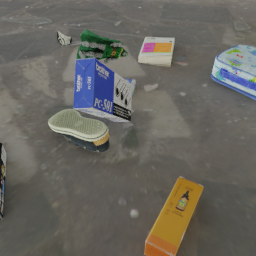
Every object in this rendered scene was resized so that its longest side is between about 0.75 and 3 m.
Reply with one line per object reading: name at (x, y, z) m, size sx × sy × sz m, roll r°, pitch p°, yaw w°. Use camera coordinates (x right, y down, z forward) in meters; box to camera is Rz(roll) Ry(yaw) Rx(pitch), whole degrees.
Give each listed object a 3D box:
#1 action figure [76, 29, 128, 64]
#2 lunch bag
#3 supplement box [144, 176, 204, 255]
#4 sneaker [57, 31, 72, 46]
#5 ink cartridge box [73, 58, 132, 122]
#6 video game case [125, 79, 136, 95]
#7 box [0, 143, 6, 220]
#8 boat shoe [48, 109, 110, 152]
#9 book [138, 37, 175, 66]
action figure at (-0.586, -2.060, 7.483) m, size 1.646 × 0.972 × 0.450 m, roll -14°, pitch 50°, yaw -48°
lunch bag at (4.582, -2.051, 10.334) m, size 2.641 × 1.089 × 2.123 m, roll 33°, pitch 50°, yaw 32°
supplement box at (1.038, 1.979, 6.143) m, size 0.628 × 0.649 × 1.887 m, roll 21°, pitch 47°, yaw 21°
sneaker at (-3.057, -4.318, 13.513) m, size 0.609 × 0.399 × 1.058 m, roll -11°, pitch 50°, yaw -25°
ink cartridge box at (-0.573, -0.893, 7.555) m, size 0.559 × 2.530 × 1.189 m, roll 0°, pitch 84°, yaw 21°
video game case at (-0.198, -1.553, 10.451) m, size 0.879 × 0.200 × 0.797 m, roll 5°, pitch 41°, yaw 6°
box at (-4.182, 1.438, 6.833) m, size 2.180 × 0.542 × 2.164 m, roll -10°, pitch 42°, yaw -11°
boat shoe at (-1.471, 0.076, 8.188) m, size 2.596 × 0.808 × 0.969 m, roll 19°, pitch 49°, yaw 42°
book at (1.299, -3.502, 12.471) m, size 1.402 × 0.504 × 2.098 m, roll 6°, pitch 41°, yaw 10°
